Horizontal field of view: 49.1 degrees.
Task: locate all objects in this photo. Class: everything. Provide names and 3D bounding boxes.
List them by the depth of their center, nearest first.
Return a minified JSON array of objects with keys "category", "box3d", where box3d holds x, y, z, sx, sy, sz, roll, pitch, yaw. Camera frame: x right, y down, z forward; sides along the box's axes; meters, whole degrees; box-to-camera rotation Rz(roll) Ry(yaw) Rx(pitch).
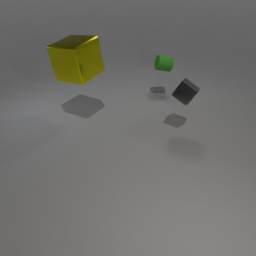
[{"category":"cube","box3d":[2.135,-1.330,10.306,0.700,0.700,0.700,39,25,5]},{"category":"cube","box3d":[-1.934,-2.605,10.585,1.400,1.400,1.400,13,40,31]},{"category":"cylinder","box3d":[1.675,-3.021,13.070,0.700,0.700,0.700,6,29,-15]}]
